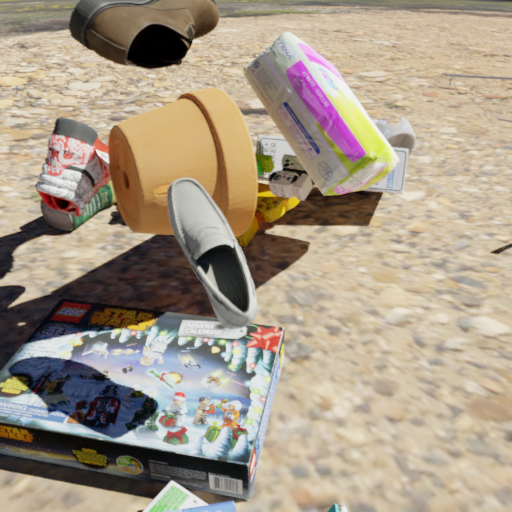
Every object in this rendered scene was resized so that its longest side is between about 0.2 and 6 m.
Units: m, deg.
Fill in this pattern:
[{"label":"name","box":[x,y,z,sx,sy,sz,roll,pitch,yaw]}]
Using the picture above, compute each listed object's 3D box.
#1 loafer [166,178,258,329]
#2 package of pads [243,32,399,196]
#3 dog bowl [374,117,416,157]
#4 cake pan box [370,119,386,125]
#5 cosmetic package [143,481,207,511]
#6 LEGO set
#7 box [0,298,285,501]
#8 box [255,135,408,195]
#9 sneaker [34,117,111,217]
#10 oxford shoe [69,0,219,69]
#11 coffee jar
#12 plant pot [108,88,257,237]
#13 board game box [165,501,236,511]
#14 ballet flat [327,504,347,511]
[{"label":"loafer","box":[-0.469,-0.088,6.187,0.647,0.646,1.852,-25,79,-16]},{"label":"package of pads","box":[1.298,-2.254,9.585,1.081,2.449,3.170,-36,-4,22]},{"label":"dog bowl","box":[3.241,-2.691,14.002,1.638,1.638,0.480,-14,57,-21]},{"label":"cake pan box","box":[3.013,-3.664,16.600,1.478,0.420,1.605,9,33,18]},{"label":"cosmetic package","box":[-0.653,2.960,5.897,1.075,0.456,0.579,19,37,27]},{"label":"LEGO set","box":[-0.472,-1.199,11.601,3.875,1.478,1.590,13,54,30]},{"label":"box","box":[-1.557,1.740,7.613,3.583,0.715,2.453,6,32,9]},{"label":"box","box":[1.554,-2.026,12.575,3.222,0.969,1.879,5,8,0]},{"label":"sneaker","box":[-2.534,-1.139,8.174,0.724,1.162,2.169,17,-4,2]},{"label":"oxford shoe","box":[-1.453,-3.602,9.162,1.298,1.117,3.075,39,44,10]},{"label":"coffee jar","box":[-3.812,-1.270,12.404,0.930,0.761,1.784,14,35,23]},{"label":"plant pot","box":[-1.120,-1.153,7.767,1.489,2.128,2.128,-15,35,-26]},{"label":"board game box","box":[-1.444,3.602,4.275,2.927,0.638,2.942,-7,39,-4]},{"label":"ballet flat","box":[0.766,3.307,5.400,0.622,0.622,1.732,9,36,14]}]
